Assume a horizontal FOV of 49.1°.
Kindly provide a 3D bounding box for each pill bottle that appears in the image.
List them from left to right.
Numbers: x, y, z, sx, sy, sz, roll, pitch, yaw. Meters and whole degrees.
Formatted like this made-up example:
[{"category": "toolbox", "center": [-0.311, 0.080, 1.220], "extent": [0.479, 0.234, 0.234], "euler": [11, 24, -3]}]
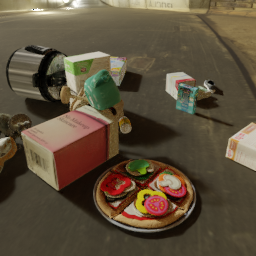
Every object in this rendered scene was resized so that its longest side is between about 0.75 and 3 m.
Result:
[{"category": "pill bottle", "center": [-0.128, -0.159, 11.497], "extent": [0.438, 0.438, 0.788], "euler": [-4, 31, -7]}]

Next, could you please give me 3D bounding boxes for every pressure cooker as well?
[{"category": "pressure cooker", "center": [-4.010, -2.571, 13.669], "extent": [2.876, 2.569, 2.530], "euler": [12, 64, 18]}]

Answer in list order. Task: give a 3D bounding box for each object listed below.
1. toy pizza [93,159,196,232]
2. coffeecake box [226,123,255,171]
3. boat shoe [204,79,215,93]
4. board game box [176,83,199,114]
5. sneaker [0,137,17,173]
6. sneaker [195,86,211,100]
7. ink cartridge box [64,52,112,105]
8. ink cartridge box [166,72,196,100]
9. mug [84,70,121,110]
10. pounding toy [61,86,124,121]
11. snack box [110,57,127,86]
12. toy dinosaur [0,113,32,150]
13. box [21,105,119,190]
[{"category": "toy pizza", "center": [0.482, 1.732, 8.186], "extent": [2.980, 0.472, 2.980], "euler": [0, 30, 0]}, {"category": "coffeecake box", "center": [4.785, 0.796, 9.465], "extent": [1.707, 0.813, 2.224], "euler": [-25, 38, -36]}, {"category": "boat shoe", "center": [4.521, -2.442, 15.405], "extent": [0.515, 0.487, 1.436], "euler": [3, 30, 6]}, {"category": "board game box", "center": [2.693, -1.332, 12.778], "extent": [0.902, 1.195, 0.280], "euler": [24, 38, 35]}, {"category": "sneaker", "center": [-4.603, 1.078, 9.207], "extent": [0.956, 0.825, 2.181], "euler": [-7, 23, 15]}, {"category": "sneaker", "center": [3.543, -1.814, 14.320], "extent": [1.288, 0.474, 0.760], "euler": [-8, 35, -33]}, {"category": "ink cartridge box", "center": [-1.719, -1.981, 12.608], "extent": [1.819, 2.500, 1.050], "euler": [-19, 33, -30]}, {"category": "ink cartridge box", "center": [2.684, -2.184, 14.440], "extent": [0.992, 0.997, 1.372], "euler": [-10, 31, -16]}, {"category": "mug", "center": [-1.006, -1.354, 9.776], "extent": [0.943, 1.525, 1.253], "euler": [-30, 35, -14]}, {"category": "pounding toy", "center": [-1.436, -0.659, 11.466], "extent": [2.844, 1.626, 1.631], "euler": [9, 25, -23]}, {"category": "snack box", "center": [-1.397, -3.502, 16.791], "extent": [2.351, 0.943, 2.788], "euler": [4, 32, 6]}, {"category": "toy dinosaur", "center": [-4.507, -0.039, 10.318], "extent": [2.794, 1.429, 1.075], "euler": [12, 32, 18]}, {"category": "box", "center": [-1.810, 0.515, 9.287], "extent": [1.717, 1.463, 2.685], "euler": [24, 38, 34]}]
